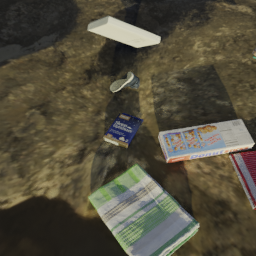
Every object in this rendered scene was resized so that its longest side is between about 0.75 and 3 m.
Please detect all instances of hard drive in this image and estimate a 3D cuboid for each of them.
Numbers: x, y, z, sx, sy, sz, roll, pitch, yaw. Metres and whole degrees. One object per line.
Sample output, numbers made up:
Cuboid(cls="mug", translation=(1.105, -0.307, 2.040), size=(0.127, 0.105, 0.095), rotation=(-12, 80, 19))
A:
Cuboid(cls="hard drive", translation=(-0.127, -3.201, 9.481), size=(2.086, 0.278, 1.376), rotation=(7, 3, -35))

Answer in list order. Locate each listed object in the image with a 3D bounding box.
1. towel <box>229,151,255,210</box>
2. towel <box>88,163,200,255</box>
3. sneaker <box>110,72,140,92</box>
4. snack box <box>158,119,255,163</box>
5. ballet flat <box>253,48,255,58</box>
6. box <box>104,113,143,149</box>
Cuboid(cls="towel", translation=(3.929, 1.150, 6.869), size=(2.364, 0.269, 1.703), rotation=(-5, 42, -2))
Cuboid(cls="towel", translation=(0.307, 1.868, 6.288), size=(1.611, 0.331, 2.159), rotation=(-30, 54, -25))
Cuboid(cls="sneaker", translation=(-0.059, -1.404, 9.239), size=(0.977, 0.706, 0.372), rotation=(-29, 64, 26))
Cuboid(cls="snack box", translation=(2.097, 0.331, 7.587), size=(2.405, 0.292, 0.864), rotation=(-9, 55, -7))
Cuboid(cls="ballet flat", translation=(4.712, -2.084, 8.400), size=(1.839, 0.618, 0.626), rotation=(28, 27, 16))
Cuboid(cls="box", translation=(-0.102, 0.001, 8.061), size=(0.730, 0.195, 1.205), rotation=(19, 51, 16))
